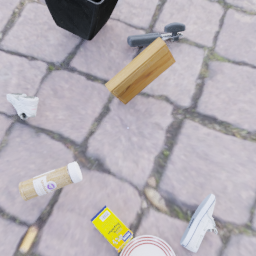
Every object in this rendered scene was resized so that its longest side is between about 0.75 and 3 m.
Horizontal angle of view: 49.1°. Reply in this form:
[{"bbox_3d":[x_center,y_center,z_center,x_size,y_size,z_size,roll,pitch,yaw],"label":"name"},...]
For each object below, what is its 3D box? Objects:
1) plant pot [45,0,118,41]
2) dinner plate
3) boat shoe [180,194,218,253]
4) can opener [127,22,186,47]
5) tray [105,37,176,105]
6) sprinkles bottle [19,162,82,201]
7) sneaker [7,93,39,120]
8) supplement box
[{"bbox_3d":[-1.477,-4.294,9.434,2.116,1.877,2.111,26,58,5],"label":"plant pot"},{"bbox_3d":[0.488,3.443,6.936,1.481,0.179,1.481,-4,59,6],"label":"dinner plate"},{"bbox_3d":[2.000,2.489,7.218,0.657,0.569,1.541,33,72,7],"label":"boat shoe"},{"bbox_3d":[0.987,-3.266,9.855,2.059,0.684,0.542,-12,31,-6],"label":"can opener"},{"bbox_3d":[0.405,-1.658,8.466,2.086,1.029,0.386,-39,59,10],"label":"tray"},{"bbox_3d":[-2.005,1.392,7.315,1.560,0.532,0.532,-20,67,-2],"label":"sprinkles bottle"},{"bbox_3d":[-3.278,-0.654,8.559,0.589,0.752,1.513,-7,17,-43],"label":"sneaker"},{"bbox_3d":[-0.406,2.557,7.116,1.003,0.546,0.549,40,69,21],"label":"supplement box"}]
